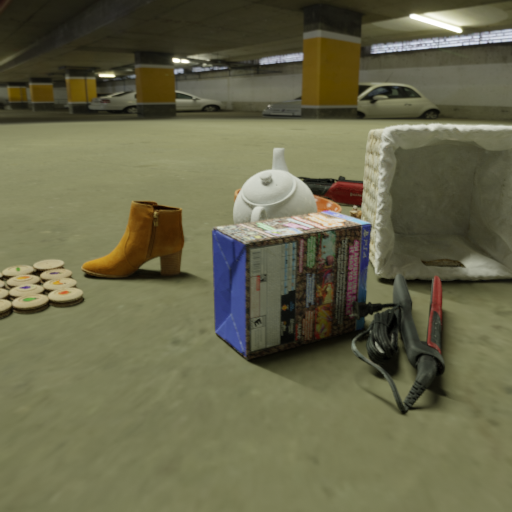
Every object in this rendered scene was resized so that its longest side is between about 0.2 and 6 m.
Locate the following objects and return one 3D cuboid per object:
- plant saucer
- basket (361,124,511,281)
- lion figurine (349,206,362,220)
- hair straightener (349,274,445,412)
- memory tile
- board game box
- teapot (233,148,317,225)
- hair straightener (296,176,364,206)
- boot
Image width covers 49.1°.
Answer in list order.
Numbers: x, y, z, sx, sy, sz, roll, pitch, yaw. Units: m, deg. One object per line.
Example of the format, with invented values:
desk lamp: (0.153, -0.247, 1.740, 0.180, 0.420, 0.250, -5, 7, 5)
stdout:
plant saucer: (0.753, -1.183, 13.673, 2.622, 0.423, 2.622, 8, 18, -3)
basket: (3.324, -1.094, 10.254, 2.625, 2.649, 2.130, 0, 16, -1)
lion figurine: (2.810, -0.965, 13.750, 0.976, 0.354, 0.598, 12, 7, -9)
hair straightener: (1.796, 0.989, 7.271, 1.212, 0.645, 3.150, 4, 22, 16)
memory tile: (-3.822, 0.504, 9.236, 1.627, 0.178, 2.123, -9, 19, -27)
board game box: (0.480, 0.315, 7.545, 1.938, 1.545, 0.938, -9, 20, -29)
teapot: (0.312, -1.062, 11.318, 1.870, 1.384, 1.895, -31, 46, -14)
hair straightener: (2.147, -1.869, 16.213, 3.596, 0.736, 1.384, 3, 17, 24)
boot: (-2.199, -0.317, 9.921, 1.853, 1.327, 0.652, -1, 17, -2)
